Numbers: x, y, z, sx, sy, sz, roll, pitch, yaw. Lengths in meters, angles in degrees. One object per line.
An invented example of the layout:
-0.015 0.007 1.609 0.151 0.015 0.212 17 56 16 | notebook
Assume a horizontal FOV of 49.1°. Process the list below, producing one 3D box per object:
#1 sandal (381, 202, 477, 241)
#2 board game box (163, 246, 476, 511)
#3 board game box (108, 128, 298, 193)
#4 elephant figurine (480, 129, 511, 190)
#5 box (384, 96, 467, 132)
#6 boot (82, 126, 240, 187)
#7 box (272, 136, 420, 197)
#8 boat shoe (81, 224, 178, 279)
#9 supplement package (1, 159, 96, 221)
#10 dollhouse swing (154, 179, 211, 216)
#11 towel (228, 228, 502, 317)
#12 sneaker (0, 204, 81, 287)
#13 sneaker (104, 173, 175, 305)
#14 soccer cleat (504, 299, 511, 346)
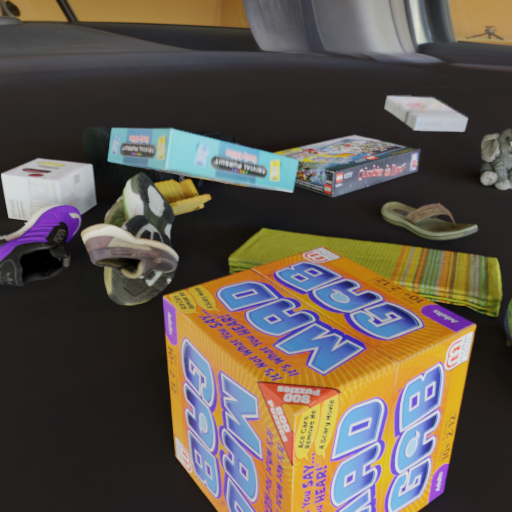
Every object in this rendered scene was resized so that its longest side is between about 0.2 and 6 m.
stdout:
3.274 -0.777 10.882 0.813 0.584 2.046 -20 31 -36 | sandal
0.466 1.261 4.996 1.858 1.858 1.859 -16 30 -31 | board game box
-1.056 -1.907 11.263 3.036 0.712 2.292 4 8 -40 | board game box
5.972 -2.512 13.273 1.320 1.701 1.204 22 33 38 | elephant figurine
2.835 -2.402 9.442 0.922 0.244 1.183 -1 30 -13 | box
-2.245 -2.584 13.963 3.424 1.267 2.806 27 38 32 | boot
2.253 -2.361 14.227 3.245 0.612 2.216 -19 31 -35 | box
-1.680 0.050 7.654 0.605 0.545 1.683 -18 -23 24 | boat shoe
-4.277 -1.362 11.669 1.321 0.971 1.263 8 26 13 | supplement package
-1.649 -1.280 11.364 1.135 0.998 1.031 -18 74 -33 | dollhouse swing
1.775 0.163 9.243 4.191 0.378 1.803 8 21 19 | towel
-3.486 -0.112 9.359 1.151 0.804 2.313 15 33 18 | sneaker
-2.166 -0.099 9.297 1.366 1.185 3.083 -34 30 19 | sneaker
3.580 1.110 6.239 0.843 1.091 2.608 -2 25 -4 | soccer cleat
